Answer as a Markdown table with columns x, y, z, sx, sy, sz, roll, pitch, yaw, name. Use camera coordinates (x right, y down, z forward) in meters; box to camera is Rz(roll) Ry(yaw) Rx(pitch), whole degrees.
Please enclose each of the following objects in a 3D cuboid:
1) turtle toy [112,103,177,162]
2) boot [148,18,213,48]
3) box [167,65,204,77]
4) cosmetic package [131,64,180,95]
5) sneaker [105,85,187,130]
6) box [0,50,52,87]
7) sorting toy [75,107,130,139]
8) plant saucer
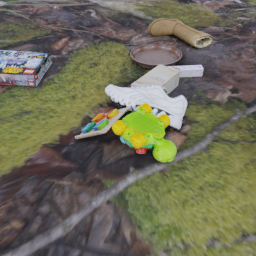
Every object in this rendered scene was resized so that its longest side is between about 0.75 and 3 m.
| x | y | z | sx | sy | sz | roll | pitch | yaw | name |
| --- | --- | --- | --- | --- | --- | --- | --- | --- | --- |
| 0.522 | 0.217 | 7.611 | 1.361 | 0.944 | 1.867 | -35 | 53 | -29 | turtle toy |
| 2.384 | -4.388 | 12.987 | 2.070 | 0.782 | 2.364 | -21 | 47 | -22 | boot |
| 2.018 | -2.176 | 10.792 | 1.712 | 0.355 | 0.331 | -4 | 42 | -3 | box |
| 0.977 | -1.510 | 9.816 | 0.908 | 0.641 | 1.754 | 27 | 47 | 27 | cosmetic package |
| 0.542 | -0.866 | 8.583 | 2.660 | 0.999 | 1.078 | 24 | 90 | 19 | sneaker |
| -4.559 | -2.363 | 10.850 | 2.699 | 0.538 | 1.848 | 4 | 42 | 4 | box |
| -0.760 | -0.178 | 8.101 | 1.290 | 0.254 | 1.394 | -12 | 23 | 45 | sorting toy |
| 1.150 | -2.944 | 11.597 | 2.114 | 0.339 | 2.114 | 0 | 37 | 0 | plant saucer |
